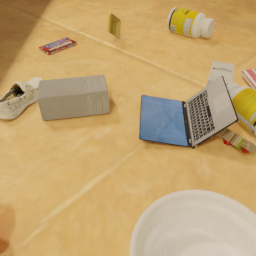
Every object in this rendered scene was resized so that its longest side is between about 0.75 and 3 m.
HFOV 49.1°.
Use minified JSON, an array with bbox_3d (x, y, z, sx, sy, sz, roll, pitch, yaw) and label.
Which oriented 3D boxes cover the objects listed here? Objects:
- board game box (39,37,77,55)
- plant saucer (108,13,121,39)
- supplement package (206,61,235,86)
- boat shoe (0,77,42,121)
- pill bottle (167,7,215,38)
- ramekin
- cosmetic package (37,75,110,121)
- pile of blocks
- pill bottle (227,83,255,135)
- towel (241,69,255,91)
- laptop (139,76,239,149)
[{"bbox_3d":[-3.392,-3.998,13.626,0.845,0.160,1.641,33,51,31],"label":"board game box"},{"bbox_3d":[-0.699,-4.923,13.597,0.232,0.958,0.957,4,-1,28],"label":"plant saucer"},{"bbox_3d":[3.442,-1.758,10.544,0.868,0.871,1.485,13,43,14],"label":"supplement package"},{"bbox_3d":[-3.781,-1.274,9.999,0.865,0.847,2.444,9,41,14],"label":"boat shoe"},{"bbox_3d":[3.217,-5.345,14.348,2.203,1.226,1.226,27,48,25],"label":"pill bottle"},{"bbox_3d":[1.360,2.630,5.233,2.684,1.309,2.684,0,41,0],"label":"ramekin"},{"bbox_3d":[-1.855,-1.072,9.666,2.349,1.059,1.255,-8,39,-4],"label":"cosmetic package"},{"bbox_3d":[3.244,0.431,8.485,0.453,0.598,1.457,-54,41,6],"label":"pile of blocks"},{"bbox_3d":[3.941,-0.677,9.156,1.083,1.083,1.934,-18,45,-19],"label":"pill bottle"},{"bbox_3d":[6.139,-1.717,10.904,2.844,0.425,2.081,-6,42,-3],"label":"towel"},{"bbox_3d":[1.768,-0.687,8.875,1.455,2.510,2.350,36,35,-25],"label":"laptop"}]
